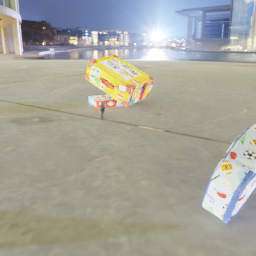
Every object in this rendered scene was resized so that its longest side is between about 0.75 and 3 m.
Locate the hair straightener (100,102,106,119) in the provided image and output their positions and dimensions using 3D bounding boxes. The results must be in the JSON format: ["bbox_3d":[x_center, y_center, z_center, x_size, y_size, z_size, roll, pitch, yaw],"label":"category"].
[{"bbox_3d":[-0.898,-0.649,9.809,0.190,0.358,0.930,12,38,-5],"label":"hair straightener"}]

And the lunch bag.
[{"bbox_3d":[1.699,0.663,4.146,0.538,1.142,1.425,32,48,32],"label":"lunch bag"}]

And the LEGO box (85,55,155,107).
[{"bbox_3d":[-0.325,-2.024,11.568,2.276,0.878,1.695,37,39,21],"label":"LEGO box"}]

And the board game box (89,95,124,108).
[{"bbox_3d":[-0.790,-1.177,11.994,1.530,0.309,1.171,-7,18,-22],"label":"board game box"}]
